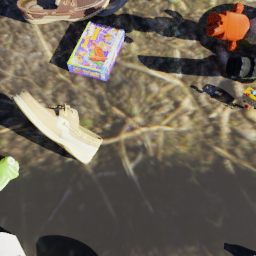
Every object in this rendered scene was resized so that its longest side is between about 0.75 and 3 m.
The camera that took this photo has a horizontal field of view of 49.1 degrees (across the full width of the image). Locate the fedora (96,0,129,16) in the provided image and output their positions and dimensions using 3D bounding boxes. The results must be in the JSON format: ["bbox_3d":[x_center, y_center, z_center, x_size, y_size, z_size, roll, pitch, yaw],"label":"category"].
[{"bbox_3d":[-0.594,-5.305,9.382,2.451,2.772,1.252,40,41,2],"label":"fedora"}]

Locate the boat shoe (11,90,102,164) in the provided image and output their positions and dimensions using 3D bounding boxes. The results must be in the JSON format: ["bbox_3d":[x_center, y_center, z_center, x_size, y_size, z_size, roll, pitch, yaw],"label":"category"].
[{"bbox_3d":[-1.508,-0.118,6.443,0.844,2.541,0.940,-47,47,-6],"label":"boat shoe"}]

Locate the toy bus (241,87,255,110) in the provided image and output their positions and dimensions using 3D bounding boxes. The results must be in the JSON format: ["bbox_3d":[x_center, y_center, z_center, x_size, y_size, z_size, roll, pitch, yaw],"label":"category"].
[{"bbox_3d":[3.490,-0.805,7.690,0.369,0.674,0.714,-42,112,-15],"label":"toy bus"}]

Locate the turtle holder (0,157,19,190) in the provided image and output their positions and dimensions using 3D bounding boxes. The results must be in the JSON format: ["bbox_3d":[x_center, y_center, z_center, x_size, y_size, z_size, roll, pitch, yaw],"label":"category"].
[{"bbox_3d":[-3.953,0.667,6.410,2.414,1.834,1.714,4,46,8],"label":"turtle holder"}]

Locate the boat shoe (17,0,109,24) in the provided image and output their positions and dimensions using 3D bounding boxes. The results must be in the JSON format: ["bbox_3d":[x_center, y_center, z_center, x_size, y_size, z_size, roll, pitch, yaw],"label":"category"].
[{"bbox_3d":[-2.091,-4.132,9.066,2.970,1.069,1.071,-9,89,0],"label":"boat shoe"}]

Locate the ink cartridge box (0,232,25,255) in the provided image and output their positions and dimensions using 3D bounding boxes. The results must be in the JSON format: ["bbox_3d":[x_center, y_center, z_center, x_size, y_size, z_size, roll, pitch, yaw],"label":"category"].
[{"bbox_3d":[-2.595,3.391,5.510,1.498,0.872,2.069,-33,67,-16],"label":"ink cartridge box"}]

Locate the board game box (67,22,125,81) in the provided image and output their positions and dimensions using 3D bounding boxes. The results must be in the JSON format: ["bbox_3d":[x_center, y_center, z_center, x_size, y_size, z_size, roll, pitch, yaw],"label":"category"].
[{"bbox_3d":[-0.957,-2.426,8.771,1.223,0.407,1.819,15,64,8],"label":"board game box"}]

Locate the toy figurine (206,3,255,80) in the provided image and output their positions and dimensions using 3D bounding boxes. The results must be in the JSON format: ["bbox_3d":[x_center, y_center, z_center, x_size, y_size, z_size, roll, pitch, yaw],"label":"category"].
[{"bbox_3d":[3.809,-2.872,7.408,2.070,2.929,2.976,2,52,-15],"label":"toy figurine"}]
